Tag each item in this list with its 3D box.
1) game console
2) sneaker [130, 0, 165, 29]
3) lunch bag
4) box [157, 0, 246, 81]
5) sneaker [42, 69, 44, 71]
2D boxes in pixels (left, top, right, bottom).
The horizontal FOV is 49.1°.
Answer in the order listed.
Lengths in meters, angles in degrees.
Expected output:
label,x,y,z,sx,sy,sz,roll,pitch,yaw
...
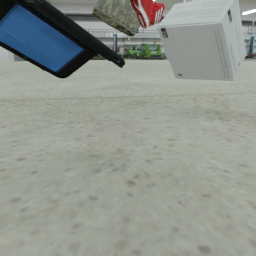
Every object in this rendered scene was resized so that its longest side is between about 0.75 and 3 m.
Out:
label,x,y,z,sx,sy,sz,roll,pitch,yaw
game console,-1.095,-1.160,4.031,1.610,0.937,1.416,26,13,-44
sneaker,0.599,-3.918,8.719,0.851,1.473,0.577,-23,14,-15
lunch bag,-0.159,-4.169,9.693,1.726,1.415,1.015,28,0,-14
box,2.235,-2.576,8.352,2.007,1.996,1.312,12,57,38
sneaker,-2.198,-2.184,7.632,1.099,1.137,2.725,23,-3,5
